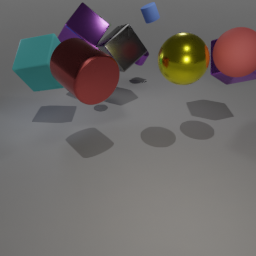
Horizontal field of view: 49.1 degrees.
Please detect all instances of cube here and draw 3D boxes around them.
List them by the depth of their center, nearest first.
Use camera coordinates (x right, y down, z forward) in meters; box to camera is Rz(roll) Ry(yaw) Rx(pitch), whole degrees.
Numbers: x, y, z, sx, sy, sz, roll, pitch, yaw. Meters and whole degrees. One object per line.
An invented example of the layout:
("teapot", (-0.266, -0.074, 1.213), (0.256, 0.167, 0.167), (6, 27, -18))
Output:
("cube", (-3.076, -2.341, 10.212), (1.400, 1.400, 1.400), (-5, 62, 15))
("cube", (4.075, -2.594, 10.583), (1.400, 1.400, 1.400), (-6, -13, 43))
("cube", (-1.894, -3.968, 11.673), (1.400, 1.400, 1.400), (-20, 38, 59))
("cube", (-0.304, -3.412, 12.021), (1.400, 1.400, 1.400), (-43, 25, -5))

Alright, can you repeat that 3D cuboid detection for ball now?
("ball", (1.515, -1.879, 7.681), (1.400, 1.400, 1.400), (0, 30, 0))
("ball", (3.181, -2.177, 8.098), (1.400, 1.400, 1.400), (0, 30, 0))

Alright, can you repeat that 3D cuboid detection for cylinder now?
("cylinder", (-1.177, -1.545, 7.584), (1.400, 1.400, 1.400), (-21, 44, -32))
("cylinder", (1.021, -5.277, 12.854), (0.700, 0.700, 0.700), (-20, 30, 13))
("cylinder", (0.660, -3.804, 14.882), (0.700, 0.700, 0.700), (16, 47, -19))
